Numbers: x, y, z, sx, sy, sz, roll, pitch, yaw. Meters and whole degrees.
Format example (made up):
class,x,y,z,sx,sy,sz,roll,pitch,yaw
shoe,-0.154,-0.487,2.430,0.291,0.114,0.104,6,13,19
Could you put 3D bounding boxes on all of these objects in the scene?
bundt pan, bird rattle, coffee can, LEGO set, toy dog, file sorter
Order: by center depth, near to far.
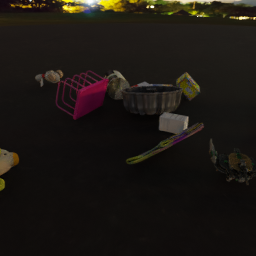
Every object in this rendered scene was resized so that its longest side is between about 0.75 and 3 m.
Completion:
class,x,y,z,sx,sy,sz,roll,pitch,yaw
bird rattle,-4.006,1.064,6.943,2.610,1.470,2.128,-4,11,22
LEGO set,3.071,1.191,7.052,1.662,0.725,2.559,-13,41,-21
bundt pan,0.916,-1.083,10.928,2.443,0.917,2.443,-2,15,1
file sorter,-1.846,-1.409,11.181,1.136,1.259,1.811,31,35,17
coffee can,-0.582,-2.043,13.099,1.036,1.036,1.416,-6,26,-12
toy dog,-4.054,-2.494,14.628,1.106,0.807,1.676,-27,23,-31

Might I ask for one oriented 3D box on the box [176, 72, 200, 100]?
class,x,y,z,sx,sy,sz,roll,pitch,yaw
box,2.734,-1.912,12.774,0.594,0.973,0.937,-40,12,25

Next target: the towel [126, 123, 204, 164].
class,x,y,z,sx,sy,sz,roll,pitch,yaw
towel,1.062,0.431,7.816,2.092,0.238,1.502,-22,-8,-41

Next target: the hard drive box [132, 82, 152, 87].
class,x,y,z,sx,sy,sz,roll,pitch,yaw
hard drive box,0.678,-1.627,12.725,0.891,0.439,1.144,-22,30,-15

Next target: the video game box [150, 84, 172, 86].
class,x,y,z,sx,sy,sz,roll,pitch,yaw
video game box,1.601,-1.858,13.617,1.122,0.263,1.022,2,29,5

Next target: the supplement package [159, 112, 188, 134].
class,x,y,z,sx,sy,sz,roll,pitch,yaw
supplement package,1.588,-0.164,9.760,0.894,0.522,0.524,12,25,22
